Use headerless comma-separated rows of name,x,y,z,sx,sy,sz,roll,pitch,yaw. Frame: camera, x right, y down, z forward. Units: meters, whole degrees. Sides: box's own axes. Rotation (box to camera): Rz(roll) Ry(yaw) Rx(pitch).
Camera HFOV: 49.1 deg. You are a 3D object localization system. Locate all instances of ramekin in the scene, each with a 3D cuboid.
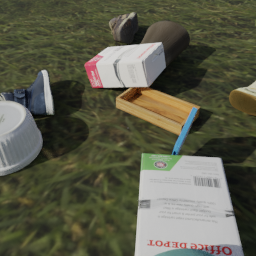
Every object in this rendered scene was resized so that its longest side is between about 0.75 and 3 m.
ramekin,-3.278,0.163,7.145,1.982,1.040,1.982,0,40,0

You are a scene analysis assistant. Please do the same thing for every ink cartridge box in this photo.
ink cartridge box,1.039,1.660,5.365,1.721,0.993,2.355,4,40,5
ink cartridge box,-0.046,-2.134,9.568,2.247,0.948,1.627,4,37,31

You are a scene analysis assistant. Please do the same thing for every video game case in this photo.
video game case,1.232,0.215,6.306,0.119,1.336,0.956,24,72,12

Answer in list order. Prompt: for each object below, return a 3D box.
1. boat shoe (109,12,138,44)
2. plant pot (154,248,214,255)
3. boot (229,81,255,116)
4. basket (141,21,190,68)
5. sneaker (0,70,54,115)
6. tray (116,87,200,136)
boat shoe,-0.291,-4.576,12.990,1.090,1.108,2.974,1,30,16
plant pot,0.800,2.643,3.350,2.260,2.260,1.814,-4,30,-5
boot,4.571,-0.806,8.483,1.811,0.844,2.342,-27,45,-29
basket,1.209,-3.043,10.796,1.877,1.416,2.082,13,45,20
sneaker,-3.206,-1.136,8.879,1.542,0.811,2.134,-8,41,-14
tray,0.884,-0.626,8.591,2.304,0.427,1.136,25,46,28
